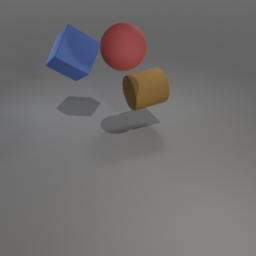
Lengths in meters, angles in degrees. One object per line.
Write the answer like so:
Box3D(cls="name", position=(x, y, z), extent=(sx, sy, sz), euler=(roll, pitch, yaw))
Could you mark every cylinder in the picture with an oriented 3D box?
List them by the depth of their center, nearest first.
Box3D(cls="cylinder", position=(0.678, -1.514, 10.904), extent=(1.400, 1.400, 1.400), euler=(-18, 36, -16))

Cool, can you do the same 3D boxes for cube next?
Box3D(cls="cube", position=(-2.127, -2.832, 10.795), extent=(1.400, 1.400, 1.400), euler=(25, -14, -27))

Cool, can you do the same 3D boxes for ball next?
Box3D(cls="ball", position=(-0.144, -2.430, 8.442), extent=(1.400, 1.400, 1.400), euler=(0, 32, 0))
